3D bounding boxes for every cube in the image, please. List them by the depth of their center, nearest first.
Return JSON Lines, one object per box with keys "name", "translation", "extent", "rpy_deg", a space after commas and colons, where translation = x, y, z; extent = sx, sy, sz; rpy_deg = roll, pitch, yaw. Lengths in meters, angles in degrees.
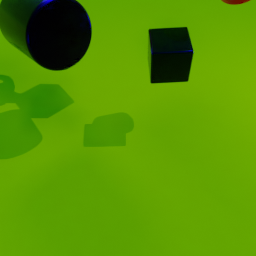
{"name": "cube", "translation": [0.821, -1.458, 5.648], "extent": [0.787, 0.787, 0.787], "rpy_deg": [-3, 54, 1]}

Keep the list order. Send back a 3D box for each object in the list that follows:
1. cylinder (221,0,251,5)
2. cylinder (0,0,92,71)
{"name": "cylinder", "translation": [1.843, -2.635, 4.664], "extent": [0.782, 0.782, 0.782], "rpy_deg": [-10, 66, 22]}
{"name": "cylinder", "translation": [-1.536, -1.874, 5.193], "extent": [1.274, 1.274, 1.274], "rpy_deg": [-35, 50, -23]}
